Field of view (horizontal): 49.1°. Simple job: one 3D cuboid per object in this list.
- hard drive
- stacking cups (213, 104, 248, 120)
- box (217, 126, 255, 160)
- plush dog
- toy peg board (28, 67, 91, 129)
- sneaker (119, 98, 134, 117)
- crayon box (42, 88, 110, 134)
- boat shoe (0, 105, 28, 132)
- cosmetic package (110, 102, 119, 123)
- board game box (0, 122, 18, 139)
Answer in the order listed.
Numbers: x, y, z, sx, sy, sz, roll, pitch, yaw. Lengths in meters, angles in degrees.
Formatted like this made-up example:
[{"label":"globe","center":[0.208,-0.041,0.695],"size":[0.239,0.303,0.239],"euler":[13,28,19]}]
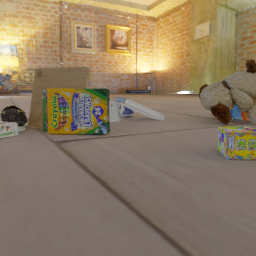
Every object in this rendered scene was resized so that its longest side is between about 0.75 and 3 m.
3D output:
[{"label":"hard drive","center":[0.508,-0.905,13.025],"size":[2.113,0.282,1.393],"euler":[21,-1,-25]},{"label":"stacking cups","center":[5.357,-0.719,13.278],"size":[0.875,0.875,2.892],"euler":[-6,16,-34]},{"label":"box","center":[2.739,0.338,6.678],"size":[0.990,0.627,1.028],"euler":[0,9,5]},{"label":"plush dog","center":[4.389,-1.466,12.087],"size":[2.524,2.357,2.938],"euler":[-21,34,5]},{"label":"toy peg board","center":[-2.425,-1.049,10.834],"size":[2.326,2.316,1.138],"euler":[3,-6,19]},{"label":"sneaker","center":[-0.158,-1.102,14.701],"size":[0.670,0.958,1.658],"euler":[-3,9,-13]},{"label":"crayon box","center":[-1.840,-0.570,9.477],"size":[2.399,1.508,0.619],"euler":[0,5,5]},{"label":"boat shoe","center":[-4.430,-0.451,10.907],"size":[1.007,0.850,2.824],"euler":[-4,10,-22]},{"label":"cosmetic package","center":[-1.057,-0.710,12.422],"size":[1.071,0.896,0.890],"euler":[-7,11,-38]},{"label":"board game box","center":[-5.113,0.058,8.965],"size":[2.598,0.450,1.640],"euler":[4,10,24]}]
